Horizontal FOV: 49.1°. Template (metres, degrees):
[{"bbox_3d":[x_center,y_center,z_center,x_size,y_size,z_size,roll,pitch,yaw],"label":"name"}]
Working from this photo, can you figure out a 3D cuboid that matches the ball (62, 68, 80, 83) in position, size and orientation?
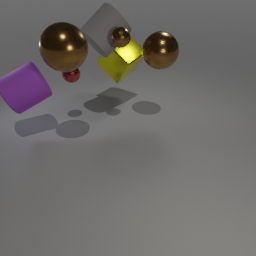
[{"bbox_3d":[-2.200,-2.105,10.849,0.700,0.700,0.700,0,29,0],"label":"ball"}]

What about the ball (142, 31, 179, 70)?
[{"bbox_3d":[1.231,-2.926,10.609,1.400,1.400,1.400,0,29,0],"label":"ball"}]

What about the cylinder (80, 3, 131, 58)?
[{"bbox_3d":[-0.833,-3.606,10.400,1.400,1.400,1.400,-47,39,0],"label":"cylinder"}]

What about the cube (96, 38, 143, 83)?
[{"bbox_3d":[-0.323,-3.207,12.751,1.400,1.400,1.400,45,54,2],"label":"cube"}]

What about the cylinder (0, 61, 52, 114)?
[{"bbox_3d":[-3.692,-1.442,10.064,1.400,1.400,1.400,-31,34,-2],"label":"cylinder"}]

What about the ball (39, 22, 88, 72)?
[{"bbox_3d":[-1.868,-2.344,8.166,1.400,1.400,1.400,0,29,0],"label":"ball"}]

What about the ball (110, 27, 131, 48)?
[{"bbox_3d":[-0.256,-3.103,9.587,0.700,0.700,0.700,0,29,0],"label":"ball"}]
